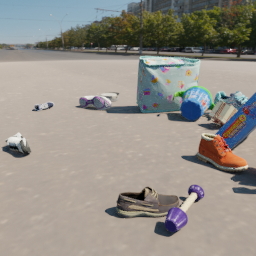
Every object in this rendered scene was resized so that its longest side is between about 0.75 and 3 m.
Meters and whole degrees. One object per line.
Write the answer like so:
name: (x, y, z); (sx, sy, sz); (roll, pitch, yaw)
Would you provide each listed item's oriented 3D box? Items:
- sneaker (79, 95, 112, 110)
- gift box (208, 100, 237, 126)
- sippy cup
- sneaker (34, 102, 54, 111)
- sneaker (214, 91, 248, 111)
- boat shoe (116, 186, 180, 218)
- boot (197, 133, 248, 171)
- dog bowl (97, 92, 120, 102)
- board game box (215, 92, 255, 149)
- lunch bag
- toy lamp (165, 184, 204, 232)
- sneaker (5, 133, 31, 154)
sneaker: (-1.538, -1.371, 14.108); (1.893, 0.709, 0.943); (11, 20, 31)
gift box: (3.663, -0.529, 10.901); (0.882, 0.823, 0.814); (29, 5, -30)
sippy cup: (2.873, -0.999, 12.149); (1.747, 1.372, 1.280); (-7, 23, 31)
sneaker: (-4.107, -1.045, 13.663); (0.963, 0.338, 0.523); (-10, 14, -8)
sneaker: (4.716, -0.929, 11.890); (1.061, 1.180, 2.733); (-13, 21, -34)
boat shoe: (0.408, 1.441, 5.516); (1.297, 0.476, 0.483); (-4, 18, -11)
boot: (2.535, 0.638, 7.564); (0.571, 0.815, 1.521); (-12, 22, -37)
dog bowl: (-1.107, -1.770, 15.938); (1.281, 0.376, 1.281); (0, 17, 0)
board game box: (4.077, -0.534, 8.821); (0.664, 2.327, 2.376); (48, 38, 19)
lunch bag: (1.974, -2.110, 13.439); (2.923, 2.490, 1.782); (-3, 25, -10)
toy lamp: (1.102, 1.526, 5.405); (0.405, 0.405, 1.390); (10, 21, 30)
sneaker: (-3.365, 0.546, 8.567); (0.541, 0.499, 1.353); (-26, 23, -27)
